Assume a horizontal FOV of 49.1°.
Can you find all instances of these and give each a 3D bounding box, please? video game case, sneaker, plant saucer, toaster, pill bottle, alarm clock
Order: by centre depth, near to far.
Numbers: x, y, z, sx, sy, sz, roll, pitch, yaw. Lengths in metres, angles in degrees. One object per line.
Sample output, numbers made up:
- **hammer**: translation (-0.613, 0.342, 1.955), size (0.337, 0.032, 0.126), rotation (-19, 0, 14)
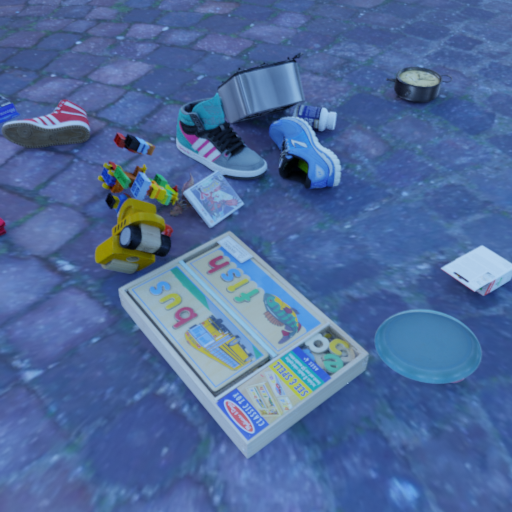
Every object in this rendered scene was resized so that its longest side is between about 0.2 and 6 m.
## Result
- **plant saucer**: translation (2.690, 1.398, 8.812), size (1.607, 1.607, 0.220), rotation (14, 43, 14)
- **video game case**: translation (-0.938, -1.275, 12.499), size (1.073, 0.123, 0.977), rotation (-39, 92, -33)
- **sneaker**: translation (0.943, -2.498, 13.515), size (1.141, 1.005, 2.559), rotation (-18, 48, -22)
- **sneaker**: translation (-0.887, -3.023, 13.570), size (2.731, 1.649, 1.142), rotation (27, 51, 25)
- **sneaker**: translation (-5.474, -3.488, 14.684), size (2.137, 0.761, 1.202), rotation (-3, 48, -14)
- **toaster**: translation (0.175, -4.395, 14.862), size (1.825, 1.198, 2.018), rotation (-19, 9, -19)
- **pill bottle**: translation (1.557, -3.669, 14.976), size (1.103, 0.612, 0.612), rotation (10, 45, 11)
- **alarm clock**: translation (4.870, -5.003, 16.327), size (1.931, 0.643, 1.303), rotation (-17, 46, -14)

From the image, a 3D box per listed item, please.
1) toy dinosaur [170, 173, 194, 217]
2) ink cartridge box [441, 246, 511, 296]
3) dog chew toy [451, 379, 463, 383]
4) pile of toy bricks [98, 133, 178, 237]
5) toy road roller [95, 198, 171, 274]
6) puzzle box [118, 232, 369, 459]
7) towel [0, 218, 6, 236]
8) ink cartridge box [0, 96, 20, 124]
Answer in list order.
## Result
- **toy dinosaur**: translation (-1.536, -1.368, 12.515), size (0.454, 1.059, 0.717), rotation (5, -2, 39)
- **ink cartridge box**: translation (4.271, 0.350, 10.866), size (1.487, 0.374, 0.810), rotation (-21, 47, -34)
- **dog chew toy**: translation (3.295, 1.753, 9.514), size (0.482, 0.482, 0.773), rotation (1, 48, 1)
- **pile of toy bricks**: translation (-2.370, -1.543, 12.457), size (1.451, 1.631, 2.940), rotation (17, 21, -37)
- **toy road roller**: translation (-2.376, -0.406, 10.819), size (0.931, 1.516, 1.106), rotation (15, 56, -42)
- **puzzle box**: translation (-0.352, 1.285, 9.984), size (2.647, 0.506, 3.979), rotation (-30, 52, -26)
- **towel**: translation (-6.706, -0.451, 11.954), size (2.260, 0.254, 1.634), rotation (-35, 53, -30)
- **ink cartridge box**: translation (-7.352, -4.194, 15.761), size (1.475, 0.289, 0.733), rotation (32, 52, 27)
